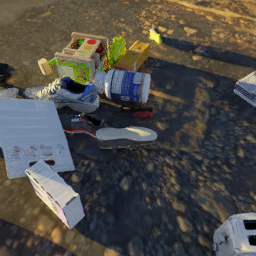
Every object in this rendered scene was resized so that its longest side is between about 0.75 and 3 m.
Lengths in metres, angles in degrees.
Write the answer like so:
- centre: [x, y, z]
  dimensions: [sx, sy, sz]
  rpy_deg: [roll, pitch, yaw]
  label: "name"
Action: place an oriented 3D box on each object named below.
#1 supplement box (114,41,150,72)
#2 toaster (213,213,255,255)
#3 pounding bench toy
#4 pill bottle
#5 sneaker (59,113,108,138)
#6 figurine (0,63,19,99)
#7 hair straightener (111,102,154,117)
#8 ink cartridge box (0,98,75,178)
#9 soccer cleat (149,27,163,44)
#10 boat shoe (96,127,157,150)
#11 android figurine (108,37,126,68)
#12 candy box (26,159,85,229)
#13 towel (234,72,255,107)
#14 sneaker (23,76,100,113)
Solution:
- centre: [0.204, -2.949, 12.191]
  dimensions: [0.702, 0.726, 2.109]
  rpy_deg: [23, 55, 18]
  label: "supplement box"
- centre: [3.189, 2.802, 6.863]
  dimensions: [2.038, 1.316, 1.158]
  rpy_deg: [1, 50, 1]
  label: "toaster"
- centre: [-2.184, -2.867, 11.565]
  dimensions: [2.459, 1.527, 1.918]
  rpy_deg: [13, 51, 11]
  label: "pounding bench toy"
- centre: [-0.223, -1.637, 10.777]
  dimensions: [2.043, 1.134, 1.134]
  rpy_deg: [9, 50, 8]
  label: "pill bottle"
- centre: [-1.620, -0.281, 9.816]
  dimensions: [2.012, 0.824, 0.775]
  rpy_deg: [10, 50, 9]
  label: "sneaker"
- centre: [-5.652, -1.350, 10.587]
  dimensions: [2.821, 1.245, 2.891]
  rpy_deg: [-20, 53, -22]
  label: "figurine"
- centre: [0.157, -0.670, 10.548]
  dimensions: [1.600, 0.327, 0.616]
  rpy_deg: [-3, 49, 4]
  label: "hair straightener"
- centre: [-3.094, 0.322, 8.891]
  dimensions: [2.182, 0.644, 2.725]
  rpy_deg: [-1, 60, -44]
  label: "ink cartridge box"
- centre: [1.353, -4.487, 13.793]
  dimensions: [0.494, 0.382, 1.180]
  rpy_deg: [-28, 53, 16]
  label: "soccer cleat"
- centre: [-0.044, 0.389, 9.398]
  dimensions: [2.017, 0.600, 0.724]
  rpy_deg: [0, 33, -2]
  label: "boat shoe"
- centre: [-0.456, -3.208, 11.821]
  dimensions: [0.300, 1.461, 1.330]
  rpy_deg: [21, 81, 16]
  label: "android figurine"
- centre: [-1.974, 1.813, 7.684]
  dimensions: [1.601, 1.343, 0.573]
  rpy_deg: [35, 58, 26]
  label: "candy box"
- centre: [5.076, -1.614, 11.105]
  dimensions: [1.402, 0.600, 1.161]
  rpy_deg: [-27, 54, -21]
  label: "towel"
- centre: [-2.530, -1.424, 10.518]
  dimensions: [2.933, 1.249, 1.130]
  rpy_deg: [2, 49, 3]
  label: "sneaker"
